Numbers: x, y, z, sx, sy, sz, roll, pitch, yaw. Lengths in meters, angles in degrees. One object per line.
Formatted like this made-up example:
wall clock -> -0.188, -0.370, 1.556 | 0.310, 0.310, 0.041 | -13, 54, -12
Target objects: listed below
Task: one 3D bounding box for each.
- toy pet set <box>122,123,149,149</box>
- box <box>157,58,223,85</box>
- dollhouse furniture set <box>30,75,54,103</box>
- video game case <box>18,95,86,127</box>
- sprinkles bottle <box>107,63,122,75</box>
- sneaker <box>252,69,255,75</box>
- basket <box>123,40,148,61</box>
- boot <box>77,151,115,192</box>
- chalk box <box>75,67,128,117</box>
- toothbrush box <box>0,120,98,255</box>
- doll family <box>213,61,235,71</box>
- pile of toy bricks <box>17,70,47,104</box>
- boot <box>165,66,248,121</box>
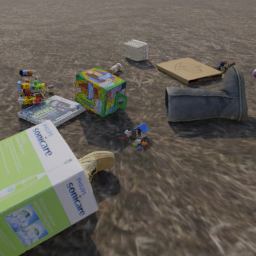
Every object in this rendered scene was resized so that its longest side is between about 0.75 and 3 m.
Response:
toy pet set -> 0.306, 0.168, 8.206 | 0.755, 0.401, 0.705 | 26, 40, 35
box -> 2.789, -2.675, 12.952 | 1.972, 0.257, 2.412 | -16, 36, -24
dollhouse furniture set -> -3.197, -1.514, 10.516 | 0.914, 0.819, 1.154 | -15, 35, -20
video game case -> -2.580, -0.579, 9.606 | 1.552, 0.199, 1.707 | 20, 37, 29
sprinkles bottle -> -0.613, -2.722, 12.975 | 0.304, 0.304, 0.890 | 15, 35, 22
sneaker -> 6.037, -2.545, 12.758 | 0.460, 0.292, 0.807 | 29, 49, 29
basket -> 0.380, -4.044, 14.658 | 0.751, 0.825, 1.217 | -27, 40, -30
boot -> -0.894, 1.130, 6.508 | 1.495, 0.544, 1.162 | -12, 33, -16
chalk box -> -0.812, -1.169, 9.566 | 1.760, 1.098, 1.091 | 30, 40, 25
toothbrush box -> -2.269, 1.244, 5.297 | 2.728, 1.174, 1.987 | -28, 40, -18
doll family -> 4.568, -2.952, 13.252 | 0.644, 0.437, 1.113 | -23, 35, -24
pile of toy bricks -> -3.478, -1.538, 10.338 | 0.959, 1.077, 1.942 | -3, 21, -15
boot -> 2.571, -1.185, 9.542 | 2.600, 0.943, 2.364 | 0, 55, 9
